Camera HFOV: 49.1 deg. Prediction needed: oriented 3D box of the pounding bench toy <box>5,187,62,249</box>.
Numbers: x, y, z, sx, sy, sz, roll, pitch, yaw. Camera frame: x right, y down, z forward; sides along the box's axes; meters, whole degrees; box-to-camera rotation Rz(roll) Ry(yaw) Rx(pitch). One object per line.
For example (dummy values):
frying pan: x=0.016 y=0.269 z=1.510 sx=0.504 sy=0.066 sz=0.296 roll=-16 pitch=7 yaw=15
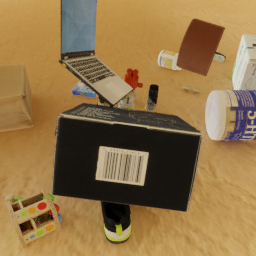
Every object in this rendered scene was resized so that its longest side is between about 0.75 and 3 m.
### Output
pounding bench toy: x=-2.305 y=1.951 z=6.827 sx=1.041 sy=0.829 sz=1.335 roll=-21 pitch=43 yaw=-25

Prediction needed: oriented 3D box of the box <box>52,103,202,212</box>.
box: x=-0.051 y=0.487 z=6.850 sx=2.869 sy=1.778 sz=2.821 roll=8 pitch=11 yaw=-1

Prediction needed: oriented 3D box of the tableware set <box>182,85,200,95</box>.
tableware set: x=2.704 y=-1.618 z=11.975 sx=0.775 sy=0.155 sz=0.513 roll=17 pitch=29 yaw=11

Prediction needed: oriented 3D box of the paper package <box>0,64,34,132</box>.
paper package: x=-5.024 y=-1.066 z=10.195 sx=2.820 sy=1.459 sz=2.688 roll=-11 pitch=39 yaw=-12

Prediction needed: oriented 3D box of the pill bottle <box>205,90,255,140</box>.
pill bottle: x=4.115 y=-0.423 z=9.189 sx=2.768 sy=1.657 sz=1.657 roll=-1 pitch=38 yaw=0

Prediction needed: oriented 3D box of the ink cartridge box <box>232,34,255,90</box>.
ink cartridge box: x=5.112 y=-2.408 z=11.513 sx=1.115 sy=1.967 sz=2.683 roll=10 pitch=40 yaw=10

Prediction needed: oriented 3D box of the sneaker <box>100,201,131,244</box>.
sneaker: x=-0.313 y=1.708 z=7.024 sx=0.834 sy=0.963 sz=2.326 roll=-8 pitch=39 yaw=-10

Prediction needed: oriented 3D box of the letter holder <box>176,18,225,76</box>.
letter holder: x=2.188 y=-2.510 z=8.754 sx=1.061 sy=1.493 sz=0.751 roll=20 pitch=16 yaw=5

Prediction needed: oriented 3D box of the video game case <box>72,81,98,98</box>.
video game case: x=-1.697 y=-1.708 z=12.000 sx=1.102 sy=0.251 sz=0.999 roll=9 pitch=38 yaw=12

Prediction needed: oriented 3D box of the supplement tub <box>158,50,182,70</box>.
supplement tub: x=2.098 y=-3.273 z=13.555 sx=1.106 sy=0.800 sz=0.800 roll=23 pitch=44 yaw=27

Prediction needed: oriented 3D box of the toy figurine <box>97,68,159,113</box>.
toy figurine: x=0.002 y=-1.056 z=10.334 sx=2.008 sy=1.397 sz=1.977 roll=-27 pitch=53 yaw=-33

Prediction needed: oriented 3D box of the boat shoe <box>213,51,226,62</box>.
boat shoe: x=4.500 y=-3.774 z=14.545 sx=1.165 sy=0.441 sz=0.351 roll=33 pitch=49 yaw=19

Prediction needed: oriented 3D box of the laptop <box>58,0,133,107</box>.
laptop: x=-0.746 y=-2.455 z=8.404 sx=2.949 sy=1.709 sz=2.762 roll=41 pitch=21 yaw=-2
